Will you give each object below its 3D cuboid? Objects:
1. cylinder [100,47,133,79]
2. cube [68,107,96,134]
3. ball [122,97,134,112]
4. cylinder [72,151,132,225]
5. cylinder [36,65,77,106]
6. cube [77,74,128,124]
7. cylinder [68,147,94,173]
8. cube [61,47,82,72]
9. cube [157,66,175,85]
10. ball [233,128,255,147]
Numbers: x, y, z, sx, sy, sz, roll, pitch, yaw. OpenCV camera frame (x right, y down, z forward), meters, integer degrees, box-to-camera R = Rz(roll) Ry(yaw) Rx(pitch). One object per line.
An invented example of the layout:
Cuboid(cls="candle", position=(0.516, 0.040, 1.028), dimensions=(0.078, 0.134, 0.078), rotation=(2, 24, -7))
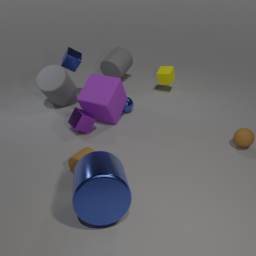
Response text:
Cuboid(cls="cylinder", position=(-0.634, -3.592, 15.751), dimensions=(1.400, 1.400, 1.400), rotation=(16, 53, 26))
Cuboid(cls="cube", position=(-1.803, -0.292, 10.930), dimensions=(0.700, 0.700, 0.700), rotation=(22, 10, -41))
Cuboid(cls="ball", position=(-0.093, -1.049, 12.523), dimensions=(0.700, 0.700, 0.700), rotation=(0, 30, 0))
Cuboid(cls="cylinder", position=(-0.701, 1.493, 7.199), dimensions=(1.400, 1.400, 1.400), rotation=(-5, 20, -8))
Cuboid(cls="cylinder", position=(-3.211, -1.911, 12.760), dimensions=(1.400, 1.400, 1.400), rotation=(-5, 66, 10))
Cuboid(cls="cube", position=(-1.016, -1.194, 11.569), dimensions=(1.400, 1.400, 1.400), rotation=(13, 63, 21))
Cuboid(cls="cylinder", position=(-1.401, 1.064, 8.856), dimensions=(0.700, 0.700, 0.700), rotation=(18, 35, 28))
Cuboid(cls="cube", position=(-2.594, -3.147, 12.911), dimensions=(0.700, 0.700, 0.700), rotation=(22, 40, -26))
Cuboid(cls="cube", position=(1.948, -2.688, 14.351), dimensions=(0.700, 0.700, 0.700), rotation=(6, 45, 25))
Cuboid(cls="ball", position=(4.124, 0.343, 9.964), dimensions=(0.700, 0.700, 0.700), rotation=(0, 30, 0))
